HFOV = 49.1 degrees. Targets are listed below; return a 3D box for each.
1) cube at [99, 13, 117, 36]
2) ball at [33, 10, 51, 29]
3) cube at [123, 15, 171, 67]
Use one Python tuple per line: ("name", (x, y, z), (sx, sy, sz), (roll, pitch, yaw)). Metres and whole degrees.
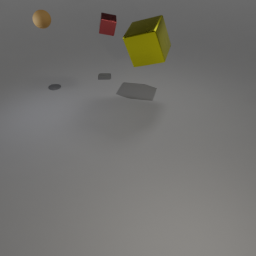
("cube", (-0.928, -4.730, 12.780), (0.700, 0.700, 0.700), (7, 45, -11))
("ball", (-3.384, -4.279, 11.019), (0.700, 0.700, 0.700), (0, 33, 0))
("cube", (0.816, -3.536, 11.482), (1.400, 1.400, 1.400), (-4, 42, 26))
